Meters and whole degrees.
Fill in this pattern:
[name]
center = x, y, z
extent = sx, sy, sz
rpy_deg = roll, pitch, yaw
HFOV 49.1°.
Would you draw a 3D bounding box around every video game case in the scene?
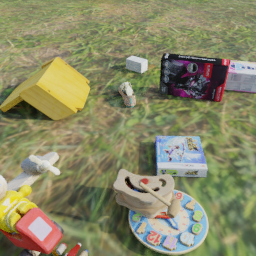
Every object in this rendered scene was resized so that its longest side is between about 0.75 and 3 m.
[video game case]
center = 1.598, 0.835, 8.710
extent = 1.445, 0.362, 1.594
rpy_deg = 2, 35, 2

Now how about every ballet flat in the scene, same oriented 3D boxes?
[ballet flat]
center = -0.008, -1.571, 11.905
extent = 0.630, 0.622, 1.851
rpy_deg = -9, 36, -12

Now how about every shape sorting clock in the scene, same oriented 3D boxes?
[shape sorting clock]
center = 0.971, 2.160, 6.789
extent = 1.911, 0.375, 1.911
rpy_deg = -1, 37, 0

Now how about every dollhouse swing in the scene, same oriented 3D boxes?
[dollhouse swing]
center = -3.363, -1.241, 11.569
extent = 2.449, 2.369, 2.695
rpy_deg = 37, 29, -20

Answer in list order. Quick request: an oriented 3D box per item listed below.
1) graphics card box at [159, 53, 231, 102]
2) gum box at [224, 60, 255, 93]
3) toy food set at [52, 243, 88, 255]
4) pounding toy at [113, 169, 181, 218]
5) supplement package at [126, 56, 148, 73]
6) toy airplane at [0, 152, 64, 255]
[graphics card box]
center = 2.710, -2.131, 11.755
extent = 2.728, 1.712, 0.694
rpy_deg = 11, 40, 14
[gum box]
center = 4.976, -2.436, 12.894
extent = 2.677, 0.885, 1.519
rpy_deg = 9, 36, 12
[toy food set]
center = -1.172, 2.696, 6.021
extent = 0.870, 0.416, 0.392
rpy_deg = 20, 38, 22
[pounding toy]
center = 0.524, 1.380, 6.791
extent = 1.907, 1.094, 1.091
rpy_deg = 16, 40, 32
[supplement package]
center = 0.452, -3.259, 14.348
extent = 0.965, 0.566, 0.564
rpy_deg = 24, 42, 30
[toy airplane]
center = -2.840, 1.641, 6.186
extent = 2.704, 1.917, 2.716
rpy_deg = -11, 40, -5
